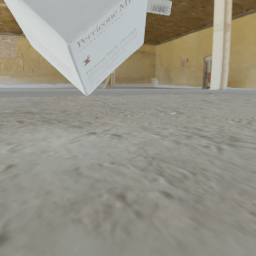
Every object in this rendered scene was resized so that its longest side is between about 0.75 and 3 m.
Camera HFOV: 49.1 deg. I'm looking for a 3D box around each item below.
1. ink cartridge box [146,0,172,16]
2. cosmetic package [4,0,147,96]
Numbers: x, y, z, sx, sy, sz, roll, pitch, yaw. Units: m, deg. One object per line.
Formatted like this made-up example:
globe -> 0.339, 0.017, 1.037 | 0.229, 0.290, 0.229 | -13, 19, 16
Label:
ink cartridge box -> 0.512, -4.362, 9.687 | 1.618, 0.503, 2.010 | 5, 27, -8
cosmetic package -> -1.114, -2.638, 6.526 | 2.264, 2.278, 2.722 | 43, -10, 9
